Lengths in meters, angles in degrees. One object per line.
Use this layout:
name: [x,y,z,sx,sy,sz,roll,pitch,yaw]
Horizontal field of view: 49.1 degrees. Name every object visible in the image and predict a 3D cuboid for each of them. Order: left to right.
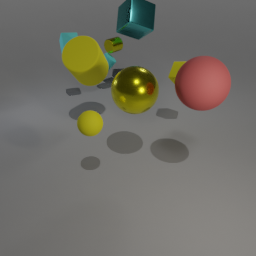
cube: [-2.554,-3.669,12.201,0.700,0.700,0.700,-8,-8,-20]
cylinder: [-1.548,-2.451,10.406,1.400,1.400,1.400,7,-11,11]
ball: [-1.021,-0.123,7.553,0.700,0.700,0.700,0,31,0]
cylinder: [-1.077,-3.310,14.135,0.700,0.700,0.700,37,24,-19]
cylinder: [-0.724,-4.174,14.091,0.700,0.700,0.700,27,42,37]
ball: [0.203,-1.100,8.190,1.400,1.400,1.400,0,31,0]
cube: [0.383,-5.448,13.943,1.400,1.400,1.400,9,-8,-29]
cube: [2.071,-2.036,10.602,0.700,0.700,0.700,11,75,42]
ball: [1.917,-1.145,7.236,1.400,1.400,1.400,0,31,0]
